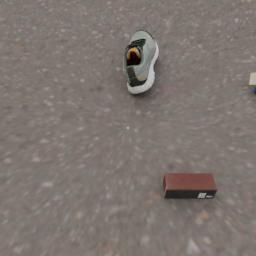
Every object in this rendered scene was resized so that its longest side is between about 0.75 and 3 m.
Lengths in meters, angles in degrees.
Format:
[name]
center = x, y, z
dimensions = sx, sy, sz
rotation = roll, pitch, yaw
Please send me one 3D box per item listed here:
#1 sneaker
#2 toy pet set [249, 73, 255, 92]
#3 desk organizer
[sneaker]
center = 0.331, -2.101, 7.936
dimensions = 0.901, 0.966, 2.437
rotation = -11, 49, 19
[toy pet set]
center = 3.773, -1.162, 7.371
dimensions = 0.575, 1.010, 1.082
rotation = 12, 87, -35
[desk organizer]
center = 1.285, 1.216, 5.914
dimensions = 1.060, 0.380, 0.408
rotation = 1, 48, -1
